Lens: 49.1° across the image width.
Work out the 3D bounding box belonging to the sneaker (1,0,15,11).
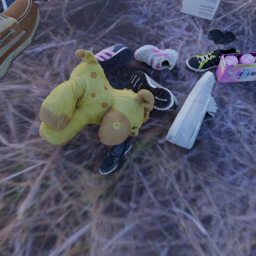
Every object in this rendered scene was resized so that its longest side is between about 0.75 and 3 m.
[{"bbox_3d":[-3.929,-4.506,9.917,1.040,0.547,1.440,-16,95,-6],"label":"sneaker"}]

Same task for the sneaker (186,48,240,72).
[{"bbox_3d":[2.616,-2.214,8.692,1.659,0.687,0.595,-9,59,-6],"label":"sneaker"}]

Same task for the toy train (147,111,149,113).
[{"bbox_3d":[0.174,-0.509,7.953,0.835,0.232,0.627,-10,61,-2],"label":"toy train"}]

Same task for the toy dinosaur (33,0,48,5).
[{"bbox_3d":[-3.295,-4.830,9.841,2.216,1.502,0.951,28,35,25],"label":"toy dinosaur"}]

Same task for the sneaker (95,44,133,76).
[{"bbox_3d":[-0.815,-2.064,8.740,1.913,0.671,0.784,-25,41,-13],"label":"sneaker"}]

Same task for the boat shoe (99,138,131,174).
[{"bbox_3d":[-0.329,0.678,7.136,0.423,0.375,1.132,40,67,21],"label":"boat shoe"}]

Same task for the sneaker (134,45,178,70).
[{"bbox_3d":[0.873,-2.158,8.737,1.377,0.560,0.608,6,57,4],"label":"sneaker"}]

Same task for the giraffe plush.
[{"bbox_3d":[-0.598,-0.428,6.876,2.131,2.268,2.628,28,84,0],"label":"giraffe plush"}]

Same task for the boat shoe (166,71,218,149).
[{"bbox_3d":[1.921,-0.470,7.643,0.868,0.850,2.437,31,68,7],"label":"boat shoe"}]

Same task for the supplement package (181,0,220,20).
[{"bbox_3d":[2.775,-5.082,9.867,1.201,1.634,1.562,20,60,12],"label":"supplement package"}]

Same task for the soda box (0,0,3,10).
[{"bbox_3d":[-5.227,-4.339,10.001,0.689,0.640,2.013,27,63,16],"label":"soda box"}]

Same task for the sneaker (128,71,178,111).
[{"bbox_3d":[0.682,-1.017,8.060,1.866,0.740,0.689,43,105,36],"label":"sneaker"}]

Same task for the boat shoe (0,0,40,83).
[{"bbox_3d":[-2.983,-2.135,6.456,1.031,1.007,2.726,8,63,21],"label":"boat shoe"}]

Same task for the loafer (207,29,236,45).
[{"bbox_3d":[2.129,-2.061,6.512,0.902,0.326,0.328,-4,64,-35],"label":"loafer"}]

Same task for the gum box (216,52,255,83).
[{"bbox_3d":[3.448,-1.812,8.395,1.375,0.780,0.455,-4,59,-3],"label":"gum box"}]
